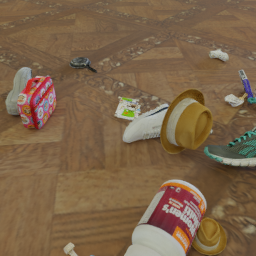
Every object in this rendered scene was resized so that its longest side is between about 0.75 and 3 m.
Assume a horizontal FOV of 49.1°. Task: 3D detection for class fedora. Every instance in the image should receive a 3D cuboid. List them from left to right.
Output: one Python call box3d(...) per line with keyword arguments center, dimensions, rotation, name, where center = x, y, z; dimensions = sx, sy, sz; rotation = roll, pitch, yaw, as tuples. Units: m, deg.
box3d(center=(1.985, -0.078, 8.789), dimensions=(2.233, 2.233, 0.911), rotation=(-27, 38, -29), name="fedora")
box3d(center=(2.051, 2.674, 7.170), dimensions=(1.063, 0.434, 1.063), rotation=(0, 40, 0), name="fedora")

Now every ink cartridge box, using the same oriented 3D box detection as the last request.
box3d(center=(5.142, -1.808, 12.135), dimensions=(0.242, 1.107, 1.117), rotation=(-20, 33, 20), name="ink cartridge box")

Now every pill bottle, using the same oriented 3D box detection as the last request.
box3d(center=(0.903, 2.480, 6.712), dimensions=(1.308, 1.308, 2.387), rotation=(20, 43, 22), name="pill bottle")

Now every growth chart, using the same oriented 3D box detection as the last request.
box3d(center=(0.012, -0.811, 11.659), dimensions=(1.075, 0.132, 1.486), rotation=(6, 40, 5), name="growth chart")

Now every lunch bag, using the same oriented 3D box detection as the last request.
box3d(center=(-3.479, -1.114, 10.744), dimensions=(0.806, 1.733, 1.968), rotation=(6, 40, 7), name="lunch bag")

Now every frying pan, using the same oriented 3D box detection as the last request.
box3d(center=(-2.404, -3.280, 14.574), dimensions=(1.116, 0.300, 1.845), rotation=(-16, 39, -17), name="frying pan")

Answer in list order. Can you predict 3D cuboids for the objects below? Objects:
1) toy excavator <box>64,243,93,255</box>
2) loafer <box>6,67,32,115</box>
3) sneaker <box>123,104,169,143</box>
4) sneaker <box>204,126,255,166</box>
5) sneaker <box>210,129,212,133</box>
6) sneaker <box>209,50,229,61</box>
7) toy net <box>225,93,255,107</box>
box3d(center=(-0.984, 3.205, 6.461), dimensions=(0.565, 1.132, 1.101), rotation=(-35, 95, -37), name="toy excavator")
box3d(center=(-4.400, -1.621, 12.034), dimensions=(1.014, 1.016, 2.907), rotation=(1, 46, -7), name="loafer")
box3d(center=(0.874, -0.037, 10.202), dimensions=(2.358, 0.901, 0.949), rotation=(-30, 70, -23), name="sneaker")
box3d(center=(3.873, 0.543, 8.885), dimensions=(2.911, 1.328, 1.129), rotation=(3, 1, -3), name="sneaker")
box3d(center=(2.626, -0.069, 10.460), dimensions=(1.077, 0.491, 0.418), rotation=(1, 39, 2), name="sneaker")
box3d(center=(4.856, -3.872, 15.164), dimensions=(0.722, 0.460, 1.249), rotation=(-9, 31, -9), name="sneaker")
box3d(center=(5.071, -1.053, 11.787), dimensions=(1.996, 0.385, 1.047), rotation=(-4, 43, -2), name="toy net")
